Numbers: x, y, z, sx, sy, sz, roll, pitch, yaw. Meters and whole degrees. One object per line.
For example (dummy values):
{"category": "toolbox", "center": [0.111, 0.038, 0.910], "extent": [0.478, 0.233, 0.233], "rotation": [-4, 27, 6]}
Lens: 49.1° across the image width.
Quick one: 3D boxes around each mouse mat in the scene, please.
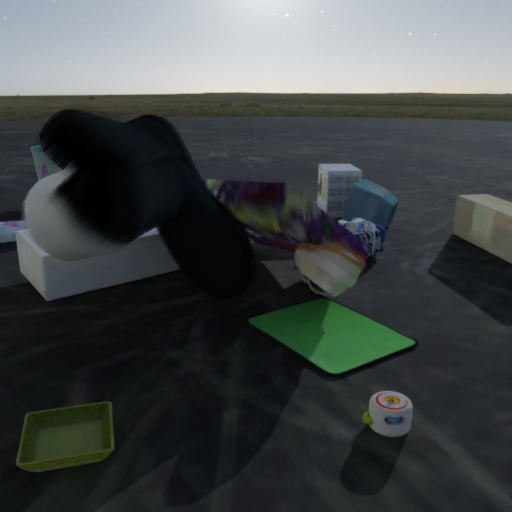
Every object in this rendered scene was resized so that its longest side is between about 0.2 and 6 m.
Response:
{"category": "mouse mat", "center": [1.022, 1.071, 7.929], "extent": [1.638, 0.077, 2.035], "rotation": [-12, 23, -32]}

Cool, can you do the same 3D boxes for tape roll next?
{"category": "tape roll", "center": [-2.614, -0.655, 8.468], "extent": [0.953, 1.389, 1.389], "rotation": [-12, 8, 36]}

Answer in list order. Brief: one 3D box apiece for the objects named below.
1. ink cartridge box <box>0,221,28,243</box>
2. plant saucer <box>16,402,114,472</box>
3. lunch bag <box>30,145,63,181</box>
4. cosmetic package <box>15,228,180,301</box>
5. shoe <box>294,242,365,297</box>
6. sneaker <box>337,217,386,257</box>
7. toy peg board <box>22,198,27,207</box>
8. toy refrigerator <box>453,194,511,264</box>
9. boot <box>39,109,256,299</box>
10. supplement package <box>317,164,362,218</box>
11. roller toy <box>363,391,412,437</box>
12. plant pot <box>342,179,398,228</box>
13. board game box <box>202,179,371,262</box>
{"category": "ink cartridge box", "center": [-5.656, -0.551, 12.662], "extent": [1.126, 0.244, 1.106], "rotation": [-6, 19, -24]}
{"category": "plant saucer", "center": [-1.829, 1.789, 5.471], "extent": [0.856, 0.205, 0.854], "rotation": [-5, 19, -14]}
{"category": "lunch bag", "center": [-4.247, -2.000, 14.199], "extent": [1.432, 2.001, 2.349], "rotation": [8, 23, 26]}
{"category": "cosmetic package", "center": [-2.387, -0.166, 10.328], "extent": [3.488, 0.883, 1.440], "rotation": [-13, 28, -35]}
{"category": "shoe", "center": [0.996, 0.252, 8.897], "extent": [0.885, 0.676, 2.532], "rotation": [28, -5, -3]}
{"category": "sneaker", "center": [2.082, -0.331, 11.157], "extent": [0.877, 0.793, 2.059], "rotation": [13, 22, 24]}
{"category": "toy peg board", "center": [-5.536, -1.454, 15.164], "extent": [1.187, 0.583, 1.192], "rotation": [-19, 20, -7]}
{"category": "toy refrigerator", "center": [5.147, -0.595, 11.672], "extent": [0.852, 0.924, 2.434], "rotation": [-3, 18, -10]}
{"category": "boot", "center": [-1.378, -0.493, 7.867], "extent": [1.274, 3.336, 2.803], "rotation": [-27, 8, 18]}
{"category": "supplement package", "center": [2.148, -1.721, 14.659], "extent": [0.895, 1.217, 1.164], "rotation": [-1, 17, -6]}
{"category": "roller toy", "center": [1.390, 1.616, 5.795], "extent": [0.437, 0.335, 0.479], "rotation": [17, 25, 42]}
{"category": "plant pot", "center": [2.788, -1.160, 13.416], "extent": [1.025, 1.004, 1.006], "rotation": [22, 25, 22]}
{"category": "board game box", "center": [0.250, -0.650, 9.960], "extent": [2.005, 0.539, 3.340], "rotation": [28, -6, -30]}
